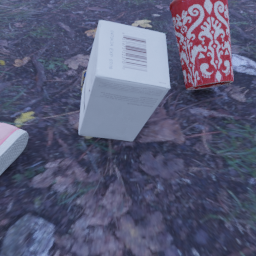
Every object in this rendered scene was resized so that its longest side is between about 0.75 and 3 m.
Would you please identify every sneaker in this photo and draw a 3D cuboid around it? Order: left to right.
[{"bbox_3d":[-3.883,0.726,6.865,1.492,1.074,2.854,26,37,3],"label":"sneaker"}]

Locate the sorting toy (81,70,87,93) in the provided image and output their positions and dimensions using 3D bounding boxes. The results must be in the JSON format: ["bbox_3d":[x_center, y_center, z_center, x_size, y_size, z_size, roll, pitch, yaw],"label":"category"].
[{"bbox_3d":[-1.419,-1.728,9.803,0.183,1.082,0.522,21,30,13],"label":"sorting toy"}]

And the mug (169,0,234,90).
[{"bbox_3d":[2.743,-2.937,9.978,1.985,2.976,2.641,-8,0,21],"label":"mug"}]

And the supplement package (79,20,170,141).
[{"bbox_3d":[-0.257,-1.022,7.329,1.678,2.860,1.672,7,61,-14],"label":"supplement package"}]
